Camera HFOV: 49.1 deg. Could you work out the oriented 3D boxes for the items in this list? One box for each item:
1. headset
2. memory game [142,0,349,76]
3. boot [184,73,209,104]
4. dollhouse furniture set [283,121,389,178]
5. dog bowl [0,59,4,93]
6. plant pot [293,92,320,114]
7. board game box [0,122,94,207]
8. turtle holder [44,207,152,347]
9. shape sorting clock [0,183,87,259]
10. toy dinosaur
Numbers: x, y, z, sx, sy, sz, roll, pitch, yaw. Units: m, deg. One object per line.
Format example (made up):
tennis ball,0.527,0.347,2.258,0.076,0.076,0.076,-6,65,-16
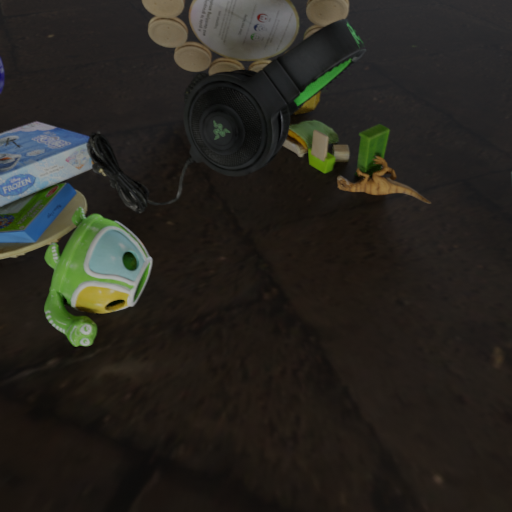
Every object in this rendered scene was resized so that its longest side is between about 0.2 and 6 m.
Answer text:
headset,-0.262,-1.305,5.018,2.549,1.198,1.574,-37,6,9
memory game,-0.135,-2.865,6.819,2.530,2.530,0.161,3,71,3
boot,-0.918,-3.242,11.958,1.536,0.773,2.055,20,32,13
dollhouse furniture set,1.393,-2.369,10.840,1.168,0.902,2.338,-27,47,-29
dog bowl,-4.057,-2.501,7.417,1.283,1.283,0.505,7,36,9
plant pot,0.973,-3.660,12.503,0.885,0.865,0.859,17,42,10
board game box,-4.373,-1.624,9.868,2.442,0.532,2.454,-32,37,-34
turtle holder,-2.111,0.241,7.430,1.170,1.252,1.648,22,31,-2
shape sorting clock,-3.906,-0.561,8.977,2.365,0.464,2.365,-8,32,5
toy dinosaur,2.294,-1.266,9.968,1.656,0.500,0.879,8,64,18
